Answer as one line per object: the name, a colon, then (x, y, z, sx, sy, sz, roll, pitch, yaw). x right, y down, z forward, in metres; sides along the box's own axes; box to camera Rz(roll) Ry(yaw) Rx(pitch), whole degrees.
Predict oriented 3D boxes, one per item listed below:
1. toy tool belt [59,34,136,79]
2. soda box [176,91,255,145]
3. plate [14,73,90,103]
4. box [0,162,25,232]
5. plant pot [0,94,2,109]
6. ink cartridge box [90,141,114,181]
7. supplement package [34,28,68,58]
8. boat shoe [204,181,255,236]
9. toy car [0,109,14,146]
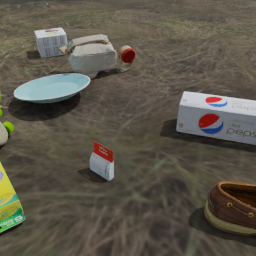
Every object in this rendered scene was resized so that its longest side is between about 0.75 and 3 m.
toy tool belt: (-1.364, -3.383, 12.355, 2.983, 1.862, 1.833, -18, 47, -25)
soda box: (3.056, -0.295, 8.505, 2.995, 1.020, 0.954, 10, 36, 14)
plate: (-2.736, -1.426, 10.300, 2.756, 0.352, 2.756, -5, 28, 3)
box: (-3.222, 1.558, 6.273, 1.234, 0.509, 2.103, -23, 42, -29)
plant pot: (-4.892, -0.877, 9.610, 0.818, 0.742, 0.814, 13, 36, 18)
ink cartridge box: (-0.670, 0.824, 7.010, 0.691, 0.863, 0.204, 26, 42, 32)
supplement package: (-3.965, -4.452, 14.552, 1.442, 1.060, 1.379, -14, 37, -17)
boat shoe: (3.069, 1.669, 5.671, 2.870, 0.969, 1.033, 6, 35, 9)
toy car: (-4.327, 0.184, 8.156, 1.411, 1.114, 1.159, -21, 24, 22)
